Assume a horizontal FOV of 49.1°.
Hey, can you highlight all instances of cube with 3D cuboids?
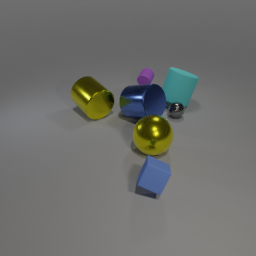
[{"bbox_3d":[0.723,1.300,7.802,0.700,0.700,0.700,24,14,-1],"label":"cube"}]

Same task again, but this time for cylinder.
[{"bbox_3d":[2.327,-1.885,12.841,1.400,1.400,1.400,17,20,-6],"label":"cylinder"},{"bbox_3d":[-1.524,-1.296,11.994,1.400,1.400,1.400,-21,46,-31],"label":"cylinder"},{"bbox_3d":[0.604,-1.078,11.492,1.400,1.400,1.400,-27,22,-38],"label":"cylinder"},{"bbox_3d":[0.886,-2.516,14.005,0.700,0.700,0.700,12,47,19],"label":"cylinder"}]

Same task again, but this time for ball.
[{"bbox_3d":[2.082,-0.783,12.023,0.700,0.700,0.700,0,30,0],"label":"ball"},{"bbox_3d":[0.855,0.237,9.573,1.400,1.400,1.400,0,30,0],"label":"ball"}]
